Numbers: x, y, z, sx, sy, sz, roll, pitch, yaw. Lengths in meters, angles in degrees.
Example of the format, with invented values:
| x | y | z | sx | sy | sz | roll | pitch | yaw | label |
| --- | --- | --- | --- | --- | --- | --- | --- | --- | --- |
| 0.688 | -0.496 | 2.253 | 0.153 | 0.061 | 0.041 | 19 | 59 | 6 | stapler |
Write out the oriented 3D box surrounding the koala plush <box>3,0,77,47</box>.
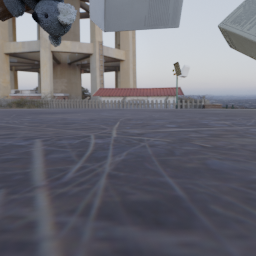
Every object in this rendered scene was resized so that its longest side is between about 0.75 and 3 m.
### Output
| x | y | z | sx | sy | sz | roll | pitch | yaw | label |
| --- | --- | --- | --- | --- | --- | --- | --- | --- | --- |
| -1.482 | -2.292 | 5.327 | 1.164 | 1.266 | 1.123 | -26 | -6 | -42 | koala plush |

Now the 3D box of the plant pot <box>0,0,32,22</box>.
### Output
| x | y | z | sx | sy | sz | roll | pitch | yaw | label |
| --- | --- | --- | --- | --- | --- | --- | --- | --- | --- |
| -3.575 | -3.880 | 8.450 | 1.138 | 1.150 | 1.150 | -24 | 1 | 10 | plant pot |

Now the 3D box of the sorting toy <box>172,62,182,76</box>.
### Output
| x | y | z | sx | sy | sz | roll | pitch | yaw | label |
| --- | --- | --- | --- | --- | --- | --- | --- | --- | --- |
| 2.279 | -2.730 | 13.080 | 0.110 | 0.614 | 0.824 | -19 | 4 | -12 | sorting toy |

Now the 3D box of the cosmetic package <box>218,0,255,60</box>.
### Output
| x | y | z | sx | sy | sz | roll | pitch | yaw | label |
| --- | --- | --- | --- | --- | --- | --- | --- | --- | --- |
| 3.226 | -2.126 | 6.200 | 0.855 | 1.211 | 2.339 | 41 | 13 | -36 | cosmetic package |

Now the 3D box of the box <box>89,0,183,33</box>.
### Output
| x | y | z | sx | sy | sz | roll | pitch | yaw | label |
| --- | --- | --- | --- | --- | --- | --- | --- | --- | --- |
| 0.185 | -3.233 | 7.303 | 2.120 | 1.033 | 1.319 | -10 | 37 | -19 | box |
